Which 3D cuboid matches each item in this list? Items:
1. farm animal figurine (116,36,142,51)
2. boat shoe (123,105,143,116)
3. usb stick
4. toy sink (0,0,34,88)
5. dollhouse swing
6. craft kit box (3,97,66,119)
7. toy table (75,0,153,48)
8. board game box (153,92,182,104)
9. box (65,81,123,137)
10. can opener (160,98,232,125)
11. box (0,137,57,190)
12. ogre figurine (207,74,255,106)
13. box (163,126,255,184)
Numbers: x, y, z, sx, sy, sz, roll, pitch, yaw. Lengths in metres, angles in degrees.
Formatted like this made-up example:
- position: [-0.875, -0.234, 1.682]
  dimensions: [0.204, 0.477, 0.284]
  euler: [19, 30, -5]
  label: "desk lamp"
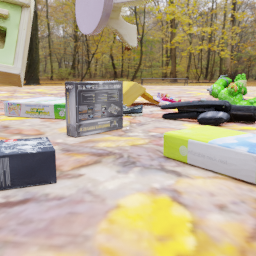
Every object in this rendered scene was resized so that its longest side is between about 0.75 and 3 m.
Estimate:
- position: [0.080, -3.099, 9.735]
  dimensions: [0.766, 0.757, 0.399]
  euler: [-51, 10, -25]
  label: "farm animal figurine"
- position: [-0.108, -0.677, 10.634]
  dimensions: [1.422, 0.440, 0.532]
  euler: [-1, 10, -8]
  label: "boat shoe"
- position: [2.991, -0.544, 9.495]
  dimensions: [2.681, 0.437, 0.743]
  euler: [6, -21, 34]
  label: "usb stick"
- position: [-3.304, -2.517, 6.866]
  dimensions: [1.691, 2.595, 1.454]
  euler: [9, -9, -18]
  label: "toy sink"
- position: [0.270, -1.462, 15.130]
  dimensions: [1.943, 1.880, 2.138]
  euler: [-44, 20, -6]
  label: "dollhouse swing"
- position: [-2.926, -0.863, 11.266]
  dimensions: [2.723, 0.669, 2.758]
  euler: [0, 10, 17]
  label: "craft kit box"
- position: [-0.290, -2.207, 5.061]
  dimensions: [0.939, 1.474, 1.603]
  euler: [-8, 21, -26]
  label: "toy table"
- position: [2.168, -1.471, 14.065]
  dimensions: [1.779, 0.346, 1.406]
  euler: [7, 18, -21]
  label: "board game box"
- position: [-0.842, -0.556, 7.431]
  dimensions: [0.415, 1.361, 1.718]
  euler: [10, 15, 42]
  label: "box"
- position: [2.146, -0.594, 9.189]
  dimensions: [2.463, 0.781, 0.968]
  euler: [8, 16, 37]
  label: "can opener"
- position: [-1.558, 0.479, 4.123]
  dimensions: [0.873, 0.499, 0.959]
  euler: [-3, 11, -23]
  label: "box"
- position: [4.361, -1.196, 10.998]
  dimensions: [1.663, 2.775, 1.361]
  euler: [-18, -26, -30]
  label: "ogre figurine"
- position: [1.760, 0.371, 4.707]
  dimensions: [1.275, 0.498, 2.092]
  euler: [-8, 13, -36]
  label: "box"
